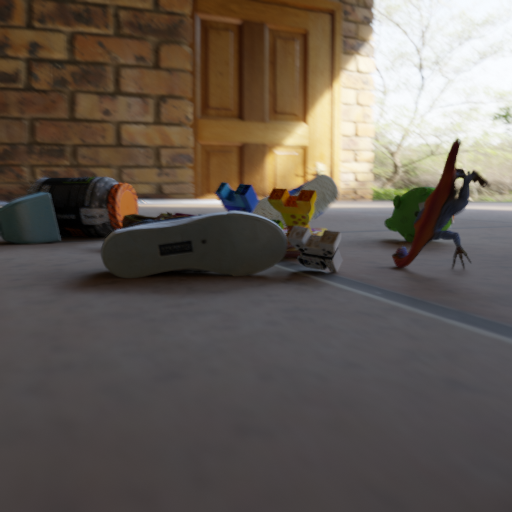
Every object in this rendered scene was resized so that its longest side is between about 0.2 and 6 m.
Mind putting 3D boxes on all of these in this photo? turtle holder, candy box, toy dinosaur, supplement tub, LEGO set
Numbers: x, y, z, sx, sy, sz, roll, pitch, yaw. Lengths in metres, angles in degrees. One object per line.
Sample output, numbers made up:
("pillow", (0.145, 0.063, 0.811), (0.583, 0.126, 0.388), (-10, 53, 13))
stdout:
("turtle holder", (3.666, -0.823, 12.439), (1.132, 1.594, 1.211), (-8, 54, -47))
("candy box", (0.780, -0.253, 10.095), (0.869, 0.420, 1.489), (2, 10, 11))
("toy dinosaur", (2.469, -0.600, 8.075), (1.788, 1.623, 0.939), (45, 1, -33))
("supplement tub", (-4.104, -1.153, 13.292), (2.337, 1.432, 1.432), (2, 7, 15))
("LEGO set", (0.234, -0.367, 8.717), (2.863, 1.092, 1.175), (10, -34, 32))

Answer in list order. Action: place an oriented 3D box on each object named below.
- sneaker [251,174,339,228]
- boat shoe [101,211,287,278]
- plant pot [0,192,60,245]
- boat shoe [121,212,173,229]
("sneaker", (0.492, -0.805, 12.493), (2.837, 1.089, 1.578), (-35, -1, -37))
("boat shoe", (-0.860, -0.225, 7.889), (2.481, 0.878, 1.126), (-3, 12, -6))
("plant pot", (-4.927, -0.745, 11.960), (1.064, 1.045, 1.042), (-15, 14, -28))
("boat shoe", (-1.780, -0.499, 10.822), (1.998, 0.679, 0.719), (1, 10, 20))
